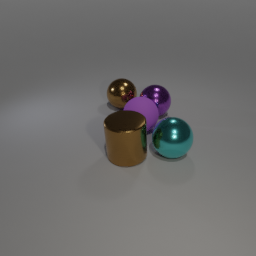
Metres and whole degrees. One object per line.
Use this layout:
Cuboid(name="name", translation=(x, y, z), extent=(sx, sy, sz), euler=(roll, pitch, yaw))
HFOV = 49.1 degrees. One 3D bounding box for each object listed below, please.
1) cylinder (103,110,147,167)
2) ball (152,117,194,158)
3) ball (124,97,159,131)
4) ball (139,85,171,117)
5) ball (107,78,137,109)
Cuboid(name="cylinder", translation=(-0.065, 0.332, 9.378), extent=(1.400, 1.400, 1.400), euler=(-3, 32, 2))
Cuboid(name="ball", translation=(1.504, 0.324, 9.490), extent=(1.400, 1.400, 1.400), euler=(0, 29, 0))
Cuboid(name="ball", translation=(0.494, -0.521, 10.968), extent=(1.400, 1.400, 1.400), euler=(0, 29, 0))
Cuboid(name="ball", translation=(1.169, -1.179, 12.165), extent=(1.400, 1.400, 1.400), euler=(0, 29, 0))
Cuboid(name="ball", translation=(-0.282, -1.580, 12.889), extent=(1.400, 1.400, 1.400), euler=(0, 29, 0))
